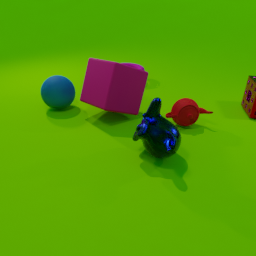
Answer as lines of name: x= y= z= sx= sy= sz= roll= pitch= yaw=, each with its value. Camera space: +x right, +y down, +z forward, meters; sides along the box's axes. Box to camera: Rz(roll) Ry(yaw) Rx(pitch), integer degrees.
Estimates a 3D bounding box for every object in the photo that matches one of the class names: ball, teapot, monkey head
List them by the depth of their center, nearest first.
monkey head: x=0.753 y=0.031 z=6.273 sx=1.046 sy=1.249 sz=1.736 roll=24 pitch=6 yaw=4
teapot: x=1.648 y=-0.407 z=7.681 sx=1.292 sy=0.803 sz=0.633 roll=-7 pitch=20 yaw=-5
ball: x=-2.174 y=-1.106 z=8.733 sx=1.054 sy=1.054 sz=1.054 roll=0 pitch=28 yaw=0

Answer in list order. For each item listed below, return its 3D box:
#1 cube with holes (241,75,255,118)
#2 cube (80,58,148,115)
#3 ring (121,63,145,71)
cube with holes: x=4.126 y=-0.913 z=8.390 sx=0.986 sy=0.986 sz=0.986 roll=5 pitch=29 yaw=3
cube: x=-0.413 y=-1.196 z=8.114 sx=1.291 sy=1.291 sz=1.291 roll=6 pitch=12 yaw=-44
ring: x=0.024 y=-2.294 z=10.998 sx=1.272 sy=0.254 sz=1.272 roll=3 pitch=28 yaw=-1
